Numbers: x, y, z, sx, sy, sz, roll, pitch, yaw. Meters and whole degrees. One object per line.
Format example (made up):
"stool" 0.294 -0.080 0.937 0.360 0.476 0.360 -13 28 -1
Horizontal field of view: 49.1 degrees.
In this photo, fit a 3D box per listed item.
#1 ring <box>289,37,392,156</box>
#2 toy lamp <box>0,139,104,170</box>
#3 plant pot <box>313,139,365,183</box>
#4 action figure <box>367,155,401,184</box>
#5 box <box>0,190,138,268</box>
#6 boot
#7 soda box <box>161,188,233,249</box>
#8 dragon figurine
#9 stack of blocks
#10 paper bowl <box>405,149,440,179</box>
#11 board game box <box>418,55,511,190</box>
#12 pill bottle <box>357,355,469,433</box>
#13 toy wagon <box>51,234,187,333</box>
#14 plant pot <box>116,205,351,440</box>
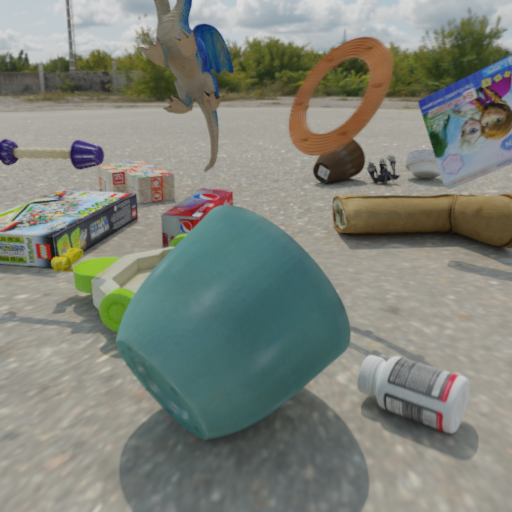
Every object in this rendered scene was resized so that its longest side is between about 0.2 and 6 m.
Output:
"ring" 1.217 -2.328 8.254 0.183 1.908 1.908 26 1 -36
"toy lamp" -3.127 -1.560 8.605 1.604 0.467 0.467 4 19 13
"plant pot" 2.444 -2.842 17.424 1.352 1.352 1.446 14 36 36
"action figure" 3.909 -2.685 17.467 0.915 0.785 1.539 -14 18 1
"box" -4.149 -0.687 11.798 2.012 0.635 3.656 4 19 11
"boot" 3.395 -0.760 11.513 3.271 1.082 2.865 0 6 -2
"soda box" -1.132 -0.713 11.491 0.797 0.880 2.513 4 19 12
"dragon figurine" -1.412 -4.431 12.877 1.392 4.730 2.352 -12 40 19
"stack of blocks" -3.416 -2.091 15.790 1.407 0.716 2.443 -11 22 -30
"paper bowl" 5.413 -2.878 17.746 1.316 0.685 1.316 7 -7 1
"board game box" 4.172 -2.458 10.381 1.899 1.895 0.391 -23 -24 30
"pill bottle" 1.607 1.384 5.807 1.038 0.575 0.575 14 23 34
"toy wagon" -1.290 0.391 8.530 3.665 0.725 2.843 3 19 12
"plant pot" -0.372 0.778 5.571 1.626 2.026 2.026 -41 38 -25
